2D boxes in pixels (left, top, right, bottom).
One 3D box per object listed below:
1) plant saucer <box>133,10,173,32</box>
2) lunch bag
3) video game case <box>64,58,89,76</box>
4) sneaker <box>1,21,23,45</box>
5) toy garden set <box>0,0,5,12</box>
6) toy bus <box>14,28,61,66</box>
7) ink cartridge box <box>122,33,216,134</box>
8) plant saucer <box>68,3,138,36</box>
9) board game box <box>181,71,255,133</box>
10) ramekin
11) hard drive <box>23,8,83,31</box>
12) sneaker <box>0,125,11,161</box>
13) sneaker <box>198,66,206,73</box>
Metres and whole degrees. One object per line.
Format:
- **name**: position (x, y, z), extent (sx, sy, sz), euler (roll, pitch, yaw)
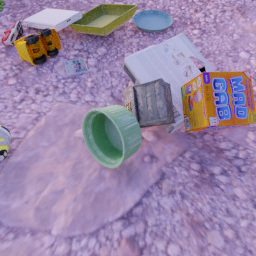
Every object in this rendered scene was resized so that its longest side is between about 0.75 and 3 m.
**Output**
- **plant saucer**: position (1.142, -4.930, 12.991), extent (1.849, 0.253, 1.849), euler (0, 48, 0)
- **lunch bag**: position (0.502, -0.642, 8.139), extent (1.488, 0.875, 1.220), euler (-11, 79, 28)
- **video game case**: position (-2.017, -2.373, 10.874), extent (0.816, 0.106, 0.896), euler (-13, 50, -11)
- **sneaker**: position (-5.029, -4.154, 12.124), extent (0.642, 0.582, 1.512), euler (3, 49, 9)
- **toy garden set**: position (-6.795, -6.194, 14.097), extent (0.930, 0.223, 1.116), euler (-6, 49, -6)
- **toy bus**: position (-3.709, -3.301, 11.185), extent (1.509, 1.067, 1.572), euler (18, 47, 35)
- **ink cartridge box**: position (1.578, -1.577, 9.227), extent (2.460, 0.617, 2.835), euler (-28, 73, -19)
- **plant saucer**: position (-1.078, -4.729, 12.314), extent (2.361, 0.565, 2.358), euler (21, 52, 37)
- **board game box**: position (2.468, -0.682, 7.825), extent (1.418, 1.418, 1.419), euler (-4, 84, -13)
- **ramekin**: position (-0.416, 0.179, 7.627), extent (1.669, 1.669, 0.815), euler (38, 43, 28)
- **hard drive**: position (-3.398, -4.882, 12.555), extent (2.366, 0.311, 1.560), euler (22, 52, 34)
- **sneaker**: position (-4.625, 0.611, 7.721), extent (2.612, 0.985, 0.998), euler (-14, 50, -10)
- **sneaker**: position (2.018, -1.796, 9.844), extent (1.989, 0.872, 0.752), euler (-12, 47, -11)
